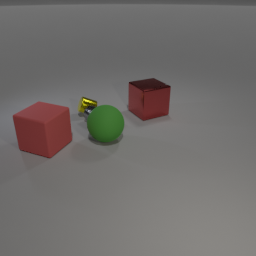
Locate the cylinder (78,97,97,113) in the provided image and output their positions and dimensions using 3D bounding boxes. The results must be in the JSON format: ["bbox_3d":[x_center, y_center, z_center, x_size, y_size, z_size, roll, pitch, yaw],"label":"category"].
[{"bbox_3d":[-1.826,-0.983,12.606,0.700,0.700,0.700,16,21,-23],"label":"cylinder"}]

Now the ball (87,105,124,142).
[{"bbox_3d":[-0.833,-0.168,10.462,1.400,1.400,1.400,0,27,0],"label":"ball"}]

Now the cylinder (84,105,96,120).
[{"bbox_3d":[-1.421,-0.552,11.996,0.700,0.700,0.700,-23,35,-37],"label":"cylinder"}]

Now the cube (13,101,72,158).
[{"bbox_3d":[-3.017,0.017,10.082,1.400,1.400,1.400,12,30,20],"label":"cube"}]

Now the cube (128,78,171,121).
[{"bbox_3d":[0.945,-1.346,12.755,1.400,1.400,1.400,-14,30,-26],"label":"cube"}]
